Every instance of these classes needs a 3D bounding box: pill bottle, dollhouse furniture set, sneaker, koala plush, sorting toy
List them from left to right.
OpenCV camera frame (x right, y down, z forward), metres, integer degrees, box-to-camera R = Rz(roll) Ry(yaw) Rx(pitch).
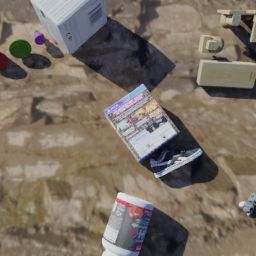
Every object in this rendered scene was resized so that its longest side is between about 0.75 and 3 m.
[{"bbox_3d":[-4.715,-3.425,11.668,2.556,0.886,0.880,-28,56,-4],"label":"sorting toy"},{"bbox_3d":[-0.092,3.637,9.802,1.361,1.361,2.458,19,79,4],"label":"pill bottle"},{"bbox_3d":[1.795,1.089,10.609,2.016,0.791,0.801,-26,86,-4],"label":"sneaker"},{"bbox_3d":[4.281,-3.388,11.675,2.735,2.343,2.876,3,113,1],"label":"dollhouse furniture set"},{"bbox_3d":[4.602,2.862,10.411,0.683,0.707,0.770,45,103,-4],"label":"koala plush"}]

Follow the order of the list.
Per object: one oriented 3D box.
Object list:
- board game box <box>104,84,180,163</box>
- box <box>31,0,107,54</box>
[{"bbox_3d":[0.493,-0.140,10.692,1.831,1.112,2.297,-34,80,-7],"label":"board game box"},{"bbox_3d":[-2.172,-4.555,11.002,1.493,2.272,2.284,44,82,8],"label":"box"}]
